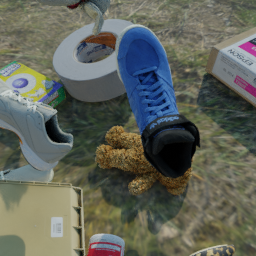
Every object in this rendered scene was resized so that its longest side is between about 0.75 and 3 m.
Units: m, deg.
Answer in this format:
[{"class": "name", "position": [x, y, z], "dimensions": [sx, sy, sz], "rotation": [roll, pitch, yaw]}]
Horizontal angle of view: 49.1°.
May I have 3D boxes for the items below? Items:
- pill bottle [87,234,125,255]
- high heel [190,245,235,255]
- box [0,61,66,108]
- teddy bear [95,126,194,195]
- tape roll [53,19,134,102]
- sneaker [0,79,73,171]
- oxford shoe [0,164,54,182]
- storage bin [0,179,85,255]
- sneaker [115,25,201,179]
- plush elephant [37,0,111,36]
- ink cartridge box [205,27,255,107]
[{"class": "pill bottle", "position": [-0.486, 2.857, 5.504], "dimensions": [0.745, 0.745, 1.327], "rotation": [4, 50, 3]}, {"class": "high heel", "position": [1.386, 3.207, 5.130], "dimensions": [2.124, 0.758, 1.514], "rotation": [-29, 47, -2]}, {"class": "box", "position": [-3.511, -1.283, 9.082], "dimensions": [2.620, 0.634, 1.537], "rotation": [26, 54, 22]}, {"class": "teddy bear", "position": [0.394, 0.745, 7.224], "dimensions": [2.571, 0.858, 1.864], "rotation": [35, 60, 26]}, {"class": "tape roll", "position": [-0.893, -2.279, 9.206], "dimensions": [2.989, 0.987, 2.989], "rotation": [-9, 52, 12]}, {"class": "sneaker", "position": [-1.721, -0.271, 4.814], "dimensions": [2.070, 0.952, 0.784], "rotation": [50, 30, -13]}, {"class": "oxford shoe", "position": [-3.144, 1.500, 6.620], "dimensions": [2.812, 0.812, 1.057], "rotation": [-21, 50, -19]}, {"class": "storage bin", "position": [-1.934, 2.148, 5.674], "dimensions": [1.945, 0.918, 1.959], "rotation": [9, 46, -22]}, {"class": "sneaker", "position": [0.580, -0.406, 5.190], "dimensions": [1.110, 2.892, 1.609], "rotation": [-16, 24, -8]}, {"class": "plush elephant", "position": [-1.345, -3.818, 7.582], "dimensions": [2.655, 2.056, 2.187], "rotation": [12, 72, 23]}, {"class": "ink cartridge box", "position": [4.551, -1.989, 9.350], "dimensions": [2.420, 1.103, 2.938], "rotation": [-28, 56, -23]}]
